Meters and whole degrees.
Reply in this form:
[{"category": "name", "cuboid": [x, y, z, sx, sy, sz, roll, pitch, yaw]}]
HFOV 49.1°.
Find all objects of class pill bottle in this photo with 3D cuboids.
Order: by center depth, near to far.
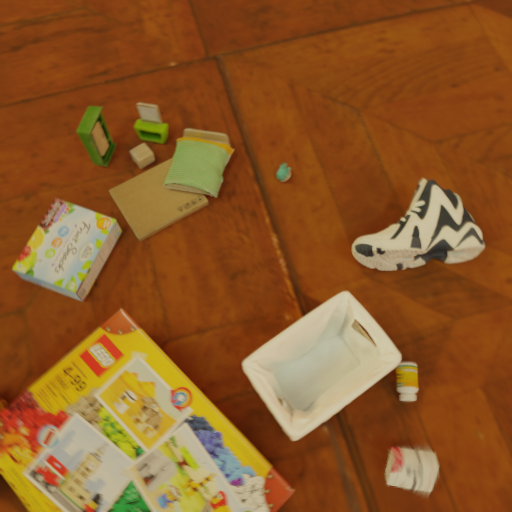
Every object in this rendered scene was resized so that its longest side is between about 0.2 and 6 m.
[{"category": "pill bottle", "cuboid": [2.719, 2.272, 10.083, 0.364, 0.364, 0.646, 3, 69, 1]}]

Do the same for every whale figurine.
[{"category": "whale figurine", "cuboid": [0.560, -1.801, 11.922, 0.371, 0.242, 0.466, -29, 45, 32]}]

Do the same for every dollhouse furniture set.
[{"category": "dollhouse furniture set", "cuboid": [-2.033, -2.326, 11.599, 2.955, 1.141, 1.477, 10, 62, 8]}]

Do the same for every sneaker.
[{"category": "sneaker", "cuboid": [3.044, -0.707, 11.054, 2.601, 1.038, 1.692, -7, 65, -3]}]

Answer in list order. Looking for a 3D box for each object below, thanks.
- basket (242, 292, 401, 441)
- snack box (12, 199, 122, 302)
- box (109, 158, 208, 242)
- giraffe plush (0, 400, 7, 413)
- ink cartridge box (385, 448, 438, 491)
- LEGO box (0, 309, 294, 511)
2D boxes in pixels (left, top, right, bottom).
[{"category": "basket", "cuboid": [1.070, 1.963, 9.658, 2.278, 1.405, 1.544, -32, 70, -14]}, {"category": "snack box", "cuboid": [-3.685, -0.130, 11.039, 1.416, 0.568, 1.679, 20, 69, 10]}, {"category": "box", "cuboid": [-2.048, -1.231, 11.746, 1.655, 0.176, 1.353, -30, 69, -13]}, {"category": "giraffe plush", "cuboid": [-4.769, 3.019, 9.332, 1.953, 1.685, 1.584, 3, 48, 40]}, {"category": "ink cartridge box", "cuboid": [2.597, 3.565, 9.350, 0.760, 0.552, 0.317, 8, 22, 2]}, {"category": "LEGO box", "cuboid": [-1.853, 3.368, 8.951, 3.973, 1.533, 2.959, 42, 72, 17]}]
